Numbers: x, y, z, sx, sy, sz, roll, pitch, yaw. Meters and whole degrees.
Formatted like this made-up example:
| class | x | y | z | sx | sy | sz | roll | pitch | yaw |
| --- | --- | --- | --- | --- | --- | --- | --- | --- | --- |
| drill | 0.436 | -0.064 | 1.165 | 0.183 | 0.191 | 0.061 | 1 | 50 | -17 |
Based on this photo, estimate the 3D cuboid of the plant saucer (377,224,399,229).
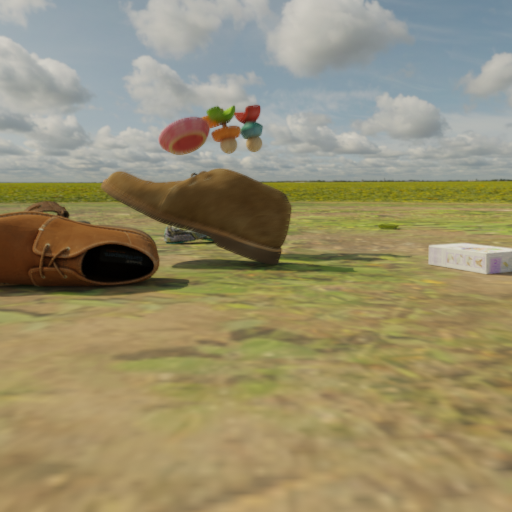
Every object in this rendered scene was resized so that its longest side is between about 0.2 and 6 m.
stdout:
| class | x | y | z | sx | sy | sz | roll | pitch | yaw |
| --- | --- | --- | --- | --- | --- | --- | --- | --- | --- |
| plant saucer | 4.062 | -0.892 | 17.192 | 0.555 | 0.133 | 0.556 | 4 | 8 | 27 |

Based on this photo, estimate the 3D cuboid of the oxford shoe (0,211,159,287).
| class | x | y | z | sx | sy | sz | roll | pitch | yaw |
| --- | --- | --- | --- | --- | --- | --- | --- | --- | --- |
| oxford shoe | -2.545 | -0.031 | 7.031 | 2.701 | 0.963 | 0.963 | -1 | 12 | -17 |

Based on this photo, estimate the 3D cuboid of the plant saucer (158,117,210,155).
| class | x | y | z | sx | sy | sz | roll | pitch | yaw |
| --- | --- | --- | --- | --- | --- | --- | --- | --- | --- |
| plant saucer | -1.363 | -2.275 | 10.836 | 1.029 | 0.261 | 1.029 | -20 | -17 | -6 |

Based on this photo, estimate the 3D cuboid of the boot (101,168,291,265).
| class | x | y | z | sx | sy | sz | roll | pitch | yaw |
| --- | --- | --- | --- | --- | --- | --- | --- | --- | --- |
| boot | -0.979 | -0.980 | 9.367 | 3.282 | 1.239 | 1.208 | 19 | 11 | 9 |

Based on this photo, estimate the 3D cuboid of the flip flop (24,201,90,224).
| class | x | y | z | sx | sy | sz | roll | pitch | yaw |
| --- | --- | --- | --- | --- | --- | --- | --- | --- | --- |
| flip flop | -4.895 | -0.789 | 12.919 | 1.348 | 0.957 | 3.325 | -5 | 9 | -38 |

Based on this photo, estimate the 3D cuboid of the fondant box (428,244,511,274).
| class | x | y | z | sx | sy | sz | roll | pitch | yaw |
| --- | --- | --- | --- | --- | --- | --- | --- | --- | --- |
| fondant box | 3.438 | 0.028 | 8.816 | 0.843 | 0.340 | 1.168 | -4 | 7 | -27 |

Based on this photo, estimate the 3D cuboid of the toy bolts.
| class | x | y | z | sx | sy | sz | roll | pitch | yaw |
| --- | --- | --- | --- | --- | --- | --- | --- | --- | --- |
| toy bolts | -0.476 | -2.430 | 11.167 | 1.260 | 0.874 | 1.203 | -14 | 3 | -34 |

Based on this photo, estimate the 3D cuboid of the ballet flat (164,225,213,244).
| class | x | y | z | sx | sy | sz | roll | pitch | yaw |
| --- | --- | --- | --- | --- | --- | --- | --- | --- | --- |
| ballet flat | -1.309 | -0.558 | 12.795 | 1.592 | 0.573 | 0.573 | -2 | 7 | -19 |
